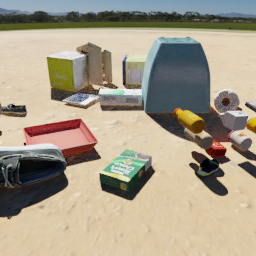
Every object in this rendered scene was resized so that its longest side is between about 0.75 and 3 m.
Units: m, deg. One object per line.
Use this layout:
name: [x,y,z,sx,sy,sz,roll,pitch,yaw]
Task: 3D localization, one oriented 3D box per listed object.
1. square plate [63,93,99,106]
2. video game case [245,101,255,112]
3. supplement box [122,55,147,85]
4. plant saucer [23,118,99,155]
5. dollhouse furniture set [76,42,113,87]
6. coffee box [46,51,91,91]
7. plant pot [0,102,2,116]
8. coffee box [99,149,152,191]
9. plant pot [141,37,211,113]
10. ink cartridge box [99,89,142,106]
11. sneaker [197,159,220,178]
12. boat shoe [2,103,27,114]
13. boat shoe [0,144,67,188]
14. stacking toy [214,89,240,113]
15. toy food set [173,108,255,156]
square plate: [-2.262,-1.378,13.683,1.310,0.188,1.323,11,27,24]
video game case: [6.398,-0.854,12.520,1.540,0.217,1.704,-5,25,-9]
supplement box: [0.766,-3.533,16.871,2.057,1.382,2.059,2,25,5]
plant saucer: [-2.366,0.380,9.672,2.196,0.403,2.191,-12,28,-21]
dollhouse furniture set: [-2.415,-3.319,17.042,2.828,2.304,2.689,-8,-9,36]
coffee box: [-3.253,-3.216,15.728,1.765,1.768,1.748,12,27,24]
plant pot: [-5.819,-0.637,10.345,1.979,1.979,1.812,9,17,18]
coffee box: [-0.027,1.163,8.052,0.947,0.339,1.540,14,28,27]
plant pot: [2.156,-2.606,13.007,2.936,2.999,2.944,-1,25,-1]
ink cartridge box: [-0.347,-1.810,14.152,2.037,0.634,2.532,1,26,0]
sneaker: [2.371,1.077,8.129,0.374,0.432,1.043,20,31,36]
boat shoe: [-5.091,-0.880,12.351,1.317,0.407,0.493,7,26,14]
boat shoe: [-3.060,1.049,7.417,2.968,1.070,1.053,-14,24,-32]
stacking toy: [4.656,-1.146,12.547,1.101,1.101,1.507,23,17,40]
toy food set: [2.940,0.020,9.273,2.888,1.379,1.300,-4,25,-21]
